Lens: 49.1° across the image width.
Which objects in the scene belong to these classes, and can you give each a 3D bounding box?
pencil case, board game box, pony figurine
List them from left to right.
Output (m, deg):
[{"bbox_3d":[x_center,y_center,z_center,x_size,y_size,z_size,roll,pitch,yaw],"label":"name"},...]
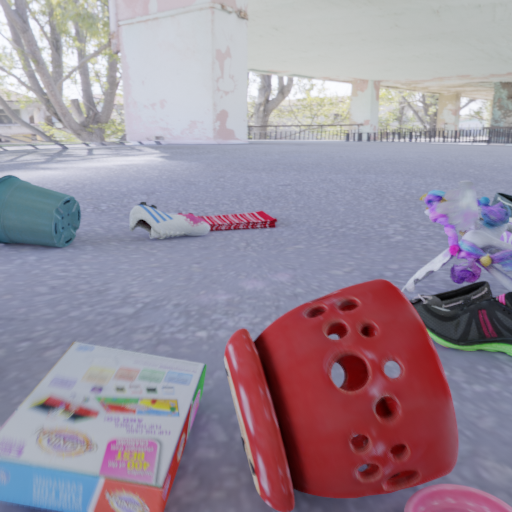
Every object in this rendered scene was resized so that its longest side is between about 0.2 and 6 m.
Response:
[{"bbox_3d":[-1.216,1.349,4.624,1.330,0.351,1.738,9,18,3],"label":"board game box"},{"bbox_3d":[3.129,-0.171,8.039,2.107,1.755,2.034,33,31,18],"label":"pony figurine"},{"bbox_3d":[5.400,-0.334,10.740,1.750,0.748,0.734,10,18,30],"label":"pencil case"}]

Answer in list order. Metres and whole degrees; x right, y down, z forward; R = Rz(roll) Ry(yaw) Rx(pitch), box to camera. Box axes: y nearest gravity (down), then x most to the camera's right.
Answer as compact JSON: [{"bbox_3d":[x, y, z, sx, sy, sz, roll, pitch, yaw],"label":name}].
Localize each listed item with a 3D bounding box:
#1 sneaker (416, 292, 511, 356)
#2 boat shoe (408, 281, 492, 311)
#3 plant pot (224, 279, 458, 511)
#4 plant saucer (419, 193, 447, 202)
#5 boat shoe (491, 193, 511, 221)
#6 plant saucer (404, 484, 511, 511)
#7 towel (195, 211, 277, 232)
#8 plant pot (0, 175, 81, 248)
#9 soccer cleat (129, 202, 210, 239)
[{"bbox_3d":[2.788,0.746,6.627,1.815,0.760,0.696,6,16,22],"label":"sneaker"},{"bbox_3d":[2.498,0.623,7.571,1.638,0.467,0.548,-4,9,-22],"label":"boat shoe"},{"bbox_3d":[0.514,1.012,4.066,1.339,1.470,1.470,-13,17,-7],"label":"plant pot"},{"bbox_3d":[5.617,-1.845,17.495,0.812,0.197,0.812,11,19,35],"label":"plant saucer"},{"bbox_3d":[6.917,-1.134,13.826,0.819,0.695,2.249,-14,21,-43],"label":"boat shoe"},{"bbox_3d":[1.369,1.826,3.671,0.787,0.199,0.787,0,16,0],"label":"plant saucer"},{"bbox_3d":[-0.600,-0.876,13.807,1.992,0.224,1.440,-4,15,-14],"label":"towel"},{"bbox_3d":[-4.533,-0.826,11.589,1.437,1.467,1.467,12,17,10],"label":"plant pot"},{"bbox_3d":[-1.927,-0.608,12.321,1.766,0.617,0.763,14,57,-4],"label":"soccer cleat"}]
